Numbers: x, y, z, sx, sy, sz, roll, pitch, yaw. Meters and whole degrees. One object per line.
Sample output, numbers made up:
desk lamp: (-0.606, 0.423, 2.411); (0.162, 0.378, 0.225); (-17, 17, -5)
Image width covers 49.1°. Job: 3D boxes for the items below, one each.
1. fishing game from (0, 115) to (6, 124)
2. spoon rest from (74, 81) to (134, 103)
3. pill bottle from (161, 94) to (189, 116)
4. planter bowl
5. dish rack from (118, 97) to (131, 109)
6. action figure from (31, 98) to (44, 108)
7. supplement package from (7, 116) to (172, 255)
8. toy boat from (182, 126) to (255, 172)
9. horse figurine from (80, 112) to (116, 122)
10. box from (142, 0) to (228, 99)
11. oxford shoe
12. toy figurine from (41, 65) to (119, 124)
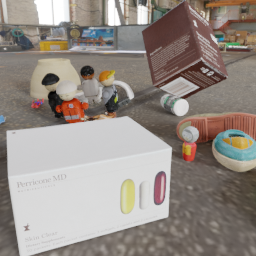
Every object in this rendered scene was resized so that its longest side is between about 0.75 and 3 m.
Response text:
fishing game: (-5.376, -0.281, 10.273); (1.685, 0.366, 2.354); (-10, 22, -20)
spoon rest: (-1.203, -1.690, 13.032); (2.909, 0.882, 1.445); (-1, 16, 18)
pill bottle: (1.906, -0.988, 11.711); (0.707, 0.707, 1.250); (-8, 20, -21)
planter bowl: (-3.853, -2.722, 14.923); (2.739, 1.843, 2.739); (1, 20, 0)
dish rack: (-0.241, -1.057, 11.816); (0.745, 0.265, 0.971); (-28, 9, 2)
action figure: (-4.159, -1.133, 12.791); (0.384, 0.303, 1.173); (2, 22, -3)
supplement package: (-0.821, 0.852, 5.364); (2.637, 1.462, 2.054); (-9, 21, -21)
toy boat: (2.419, 0.449, 7.309); (2.006, 0.932, 1.686); (2, 20, 6)
horse figurine: (-1.054, -0.235, 9.865); (1.239, 0.467, 1.870); (6, 15, -2)
box: (2.369, -3.151, 11.928); (2.343, 2.854, 2.368); (-26, -25, 37)
oxford shoe: (3.019, -0.100, 8.759); (2.923, 1.035, 1.079); (4, 18, 10)
toy figurine: (-1.769, -1.363, 10.579); (2.465, 1.742, 2.504); (-25, 28, -24)
